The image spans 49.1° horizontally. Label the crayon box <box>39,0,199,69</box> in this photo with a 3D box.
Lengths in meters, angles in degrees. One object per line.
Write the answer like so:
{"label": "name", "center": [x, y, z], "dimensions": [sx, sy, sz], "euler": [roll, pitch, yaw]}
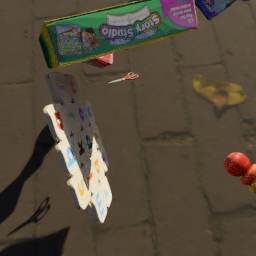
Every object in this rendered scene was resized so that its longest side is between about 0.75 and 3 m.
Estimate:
{"label": "crayon box", "center": [-0.306, -1.606, 4.766], "dimensions": [2.230, 1.924, 0.650], "euler": [-20, 106, -15]}

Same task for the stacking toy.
{"label": "stacking toy", "center": [2.748, 1.134, 5.546], "dimensions": [1.824, 0.778, 0.778], "euler": [41, 74, 20]}

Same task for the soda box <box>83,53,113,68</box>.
{"label": "soda box", "center": [-1.025, -1.913, 7.007], "dimensions": [0.498, 1.423, 0.451], "euler": [-6, 81, 40]}

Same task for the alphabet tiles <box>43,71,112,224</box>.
{"label": "alphabet tiles", "center": [-0.801, 0.293, 4.945], "dimensions": [0.187, 2.502, 2.558], "euler": [-15, 97, 6]}

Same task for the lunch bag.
{"label": "lunch bag", "center": [2.013, -3.903, 6.270], "dimensions": [1.990, 1.244, 2.644], "euler": [-41, 113, 20]}

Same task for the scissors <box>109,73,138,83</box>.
{"label": "scissors", "center": [-0.102, -1.260, 7.257], "dimensions": [0.828, 0.058, 0.303], "euler": [-28, 51, -30]}

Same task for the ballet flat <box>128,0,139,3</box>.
{"label": "ballet flat", "center": [0.381, -3.621, 8.028], "dimensions": [1.200, 0.422, 0.404], "euler": [-34, 65, 32]}
